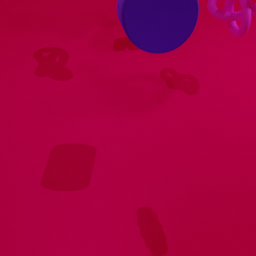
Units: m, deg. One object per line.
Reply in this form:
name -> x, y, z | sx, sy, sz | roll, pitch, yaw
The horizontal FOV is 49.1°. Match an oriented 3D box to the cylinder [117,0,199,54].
cylinder -> 0.403, -1.822, 4.338 | 1.099, 1.099, 1.099 | -5, 29, -4

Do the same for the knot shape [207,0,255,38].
knot shape -> 2.743, -3.191, 7.271 | 1.371, 1.465, 0.677 | 38, 50, 21
